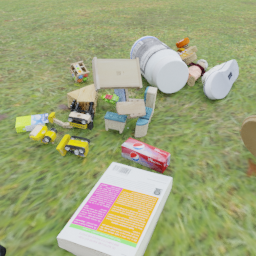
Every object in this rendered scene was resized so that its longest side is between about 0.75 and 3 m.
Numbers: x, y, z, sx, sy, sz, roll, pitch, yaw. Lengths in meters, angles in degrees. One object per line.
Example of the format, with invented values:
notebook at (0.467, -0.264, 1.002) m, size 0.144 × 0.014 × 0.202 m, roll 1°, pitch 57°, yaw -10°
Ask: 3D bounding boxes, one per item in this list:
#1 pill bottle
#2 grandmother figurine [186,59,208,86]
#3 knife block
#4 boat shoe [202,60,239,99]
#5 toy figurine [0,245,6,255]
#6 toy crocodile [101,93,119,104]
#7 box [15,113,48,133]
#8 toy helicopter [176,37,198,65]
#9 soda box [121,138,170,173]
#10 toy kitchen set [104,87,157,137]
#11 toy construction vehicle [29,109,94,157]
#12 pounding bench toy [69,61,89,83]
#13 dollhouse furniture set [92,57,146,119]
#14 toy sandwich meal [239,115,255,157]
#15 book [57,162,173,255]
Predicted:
pill bottle at (1.268, -2.677, 11.750) m, size 1.635 × 1.635 × 2.875 m, roll -11°, pitch 36°, yaw -15°
grandmother figurine at (3.013, -2.577, 12.549) m, size 1.277 × 0.638 × 2.105 m, roll 48°, pitch 43°, yaw 4°
knife block at (-1.366, -0.844, 10.025) m, size 1.587 × 0.578 × 1.808 m, roll 31°, pitch 43°, yaw 34°
boat shoe at (3.580, -1.968, 11.473) m, size 1.040 × 1.056 × 2.979 m, roll -7°, pitch 27°, yaw 42°
toy figurine at (-2.370, 2.610, 4.652) m, size 0.730 × 1.033 × 1.050 m, roll -3°, pitch 25°, yaw -34°
toy crocodile at (-0.623, -1.056, 9.859) m, size 0.959 × 0.296 × 0.324 m, roll 19°, pitch 78°, yaw 56°
box at (-3.185, -0.180, 9.356) m, size 1.036 × 0.247 × 0.632 m, roll -9°, pitch 36°, yaw -12°
toy helicopter at (2.358, -3.200, 12.811) m, size 1.875 × 1.118 × 2.835 m, roll -27°, pitch 17°, yaw 5°
soda box at (0.484, 0.752, 7.848) m, size 1.354 × 0.429 × 0.474 m, roll 20°, pitch 39°, yaw 27°
toy kitchen set at (0.116, -0.646, 9.263) m, size 1.363 × 1.002 × 1.701 m, roll 12°, pitch 36°, yaw 8°
toy construction vehicle at (-1.877, 0.178, 8.624) m, size 1.891 × 0.666 × 1.646 m, roll 8°, pitch 45°, yaw 13°
pounding bench toy at (-2.127, -2.297, 12.201) m, size 0.579 × 0.932 × 0.727 m, roll -23°, pitch 72°, yaw -27°
dollhouse furniture set at (-0.566, -1.163, 9.453) m, size 1.435 × 2.076 × 2.199 m, roll -4°, pitch -8°, yaw -18°
toy sandwich meal at (3.523, 0.258, 7.212) m, size 0.507 × 1.480 × 1.480 m, roll -26°, pitch 42°, yaw -19°
book at (-0.169, 1.799, 6.246) m, size 1.667 × 0.600 × 2.495 m, roll 13°, pitch 36°, yaw 21°
